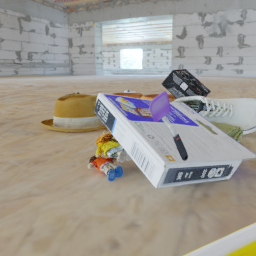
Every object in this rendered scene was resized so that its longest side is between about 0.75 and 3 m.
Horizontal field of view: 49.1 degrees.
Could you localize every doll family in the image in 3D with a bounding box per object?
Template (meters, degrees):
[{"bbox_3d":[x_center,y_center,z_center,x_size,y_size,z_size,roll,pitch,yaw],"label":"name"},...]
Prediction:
[{"bbox_3d":[-0.039,0.377,5.331,1.606,0.724,0.997,-6,17,-32],"label":"doll family"}]

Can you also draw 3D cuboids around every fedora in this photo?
[{"bbox_3d":[-1.534,-0.536,8.769,2.371,0.967,2.371,1,13,0],"label":"fedora"}]

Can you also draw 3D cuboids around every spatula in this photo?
[{"bbox_3d":[0.549,0.029,3.518,0.294,1.041,0.107,-37,25,-14],"label":"spatula"}]

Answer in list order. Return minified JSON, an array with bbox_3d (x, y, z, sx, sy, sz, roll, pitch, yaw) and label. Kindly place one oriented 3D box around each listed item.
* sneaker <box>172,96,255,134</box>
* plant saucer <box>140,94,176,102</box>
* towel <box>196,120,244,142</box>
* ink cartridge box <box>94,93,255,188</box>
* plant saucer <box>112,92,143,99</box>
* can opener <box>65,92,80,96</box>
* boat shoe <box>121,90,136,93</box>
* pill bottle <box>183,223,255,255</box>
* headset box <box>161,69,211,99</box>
[{"bbox_3d":[2.393,-0.384,7.691,2.823,1.031,0.999,-2,-15,39],"label":"sneaker"},{"bbox_3d":[1.633,-1.295,13.185,2.388,0.447,2.388,0,14,0],"label":"plant saucer"},{"bbox_3d":[1.430,0.157,6.922,2.502,0.456,1.856,10,17,32],"label":"towel"},{"bbox_3d":[0.841,0.119,5.212,2.300,0.499,2.278,1,30,-34],"label":"ink cartridge box"},{"bbox_3d":[-0.074,-1.594,14.608,2.051,0.384,2.051,0,12,0],"label":"plant saucer"},{"bbox_3d":[-2.952,-1.593,14.892,0.500,0.399,1.495,-30,-1,28],"label":"can opener"},{"bbox_3d":[0.003,-2.055,16.504,1.256,0.411,0.462,9,16,33],"label":"boat shoe"},{"bbox_3d":[-0.168,1.130,0.137,2.950,1.612,1.612,-8,15,-30],"label":"pill bottle"},{"bbox_3d":[2.721,-1.825,12.715,1.682,0.873,2.260,45,27,10],"label":"headset box"}]
